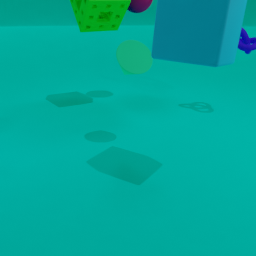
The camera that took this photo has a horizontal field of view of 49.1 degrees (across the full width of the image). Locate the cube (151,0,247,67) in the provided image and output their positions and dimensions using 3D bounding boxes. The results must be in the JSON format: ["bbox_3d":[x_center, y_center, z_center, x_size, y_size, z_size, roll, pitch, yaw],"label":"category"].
[{"bbox_3d":[1.119,-1.586,4.393,1.068,1.068,1.068,16,22,29],"label":"cube"}]

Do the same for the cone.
[{"bbox_3d":[0.032,-1.474,6.662,0.862,0.862,0.865,-8,-14,-19],"label":"cone"}]

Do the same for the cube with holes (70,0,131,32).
[{"bbox_3d":[-0.935,-4.058,8.891,1.345,1.345,1.345,-12,-17,-25],"label":"cube with holes"}]

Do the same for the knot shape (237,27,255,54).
[{"bbox_3d":[3.600,-2.684,8.640,1.254,0.579,1.174,15,26,-31],"label":"knot shape"}]

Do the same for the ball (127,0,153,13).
[{"bbox_3d":[0.302,-4.489,9.463,1.126,1.126,1.126,0,22,0],"label":"ball"}]
